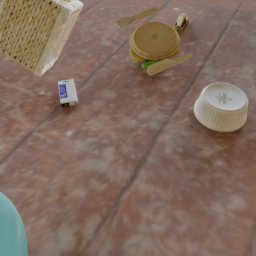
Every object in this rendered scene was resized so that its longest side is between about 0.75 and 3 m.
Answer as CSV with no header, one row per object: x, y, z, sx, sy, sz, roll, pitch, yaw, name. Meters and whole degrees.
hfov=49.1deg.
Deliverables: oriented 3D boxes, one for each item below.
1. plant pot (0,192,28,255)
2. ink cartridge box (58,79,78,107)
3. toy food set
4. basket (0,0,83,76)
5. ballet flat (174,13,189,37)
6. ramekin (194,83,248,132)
-2.947,2.192,4.674,2.629,2.629,2.110,-8,32,-7,plant pot
-1.984,-1.177,9.225,0.544,0.213,1.149,-11,51,-9,ink cartridge box
0.939,-3.191,10.524,2.008,0.584,2.908,-23,65,-8,toy food set
-2.331,-2.720,7.288,1.547,1.924,1.907,30,25,-14,basket
2.278,-4.526,11.998,0.558,0.596,1.647,18,50,16,ballet flat
2.835,-0.694,8.419,1.586,0.739,1.586,0,48,0,ramekin
